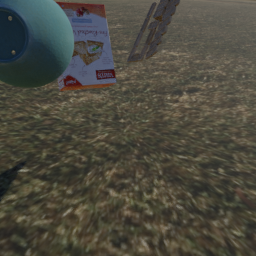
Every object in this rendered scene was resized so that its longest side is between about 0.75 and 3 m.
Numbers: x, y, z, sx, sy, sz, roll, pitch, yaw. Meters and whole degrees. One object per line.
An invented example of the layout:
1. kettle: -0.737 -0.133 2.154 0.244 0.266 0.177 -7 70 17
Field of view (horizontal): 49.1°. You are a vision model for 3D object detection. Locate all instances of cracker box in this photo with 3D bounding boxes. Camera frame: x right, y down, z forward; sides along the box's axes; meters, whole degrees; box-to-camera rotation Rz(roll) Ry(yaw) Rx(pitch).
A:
1. cracker box: -1.186 -2.081 7.235 1.413 2.109 0.608 -10 2 -27

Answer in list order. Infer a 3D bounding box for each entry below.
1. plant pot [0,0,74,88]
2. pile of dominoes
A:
1. plant pot: -1.623 -1.293 4.045 1.518 1.518 1.023 -1 14 -1
2. pile of dominoes: 0.954 -3.184 9.055 0.386 2.425 1.890 23 1 -27
